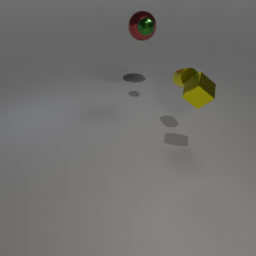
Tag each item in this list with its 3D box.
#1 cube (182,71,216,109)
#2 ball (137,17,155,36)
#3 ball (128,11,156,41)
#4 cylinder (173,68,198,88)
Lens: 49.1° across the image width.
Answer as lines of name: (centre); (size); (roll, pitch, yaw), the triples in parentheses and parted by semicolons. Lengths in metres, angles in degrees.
cube: (2.189, -1.149, 8.617); (0.700, 0.700, 0.700); (35, 48, -18)
ball: (0.730, -4.114, 11.360); (0.700, 0.700, 0.700); (0, 31, 0)
ball: (0.710, -5.061, 13.900); (1.400, 1.400, 1.400); (0, 31, 0)
cylinder: (2.066, -1.799, 10.062); (0.700, 0.700, 0.700); (-8, 11, -13)
